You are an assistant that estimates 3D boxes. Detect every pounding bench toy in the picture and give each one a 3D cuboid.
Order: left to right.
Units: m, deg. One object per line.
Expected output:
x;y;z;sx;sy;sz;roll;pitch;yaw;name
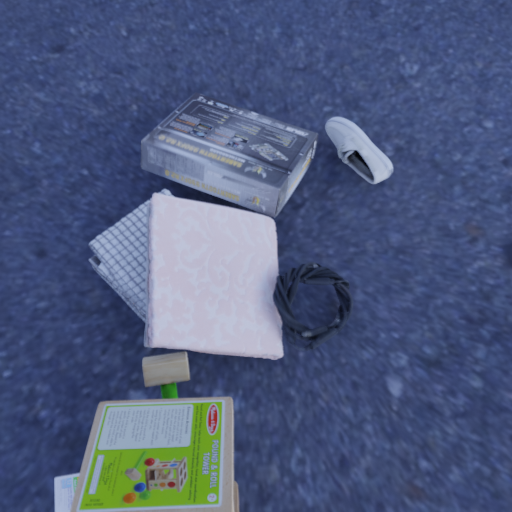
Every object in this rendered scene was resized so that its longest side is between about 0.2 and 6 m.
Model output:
-1.100;2.877;7.343;1.692;2.125;2.724;-3;33;-1;pounding bench toy

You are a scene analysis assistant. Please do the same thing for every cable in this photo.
0.914;0.724;8.886;1.569;0.399;1.280;-25;83;-36;cable

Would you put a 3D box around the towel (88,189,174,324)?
-1.483;0.189;9.148;2.064;0.883;1.709;44;67;11;towel

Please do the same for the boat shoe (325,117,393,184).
1.793;-1.938;10.406;0.530;0.580;1.613;-33;73;-28;boat shoe

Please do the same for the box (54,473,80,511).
-2.334;3.597;7.638;0.661;0.596;1.176;-10;63;-5;box

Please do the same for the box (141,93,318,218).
-0.426;-1.900;10.128;2.615;0.632;2.071;20;45;11;box

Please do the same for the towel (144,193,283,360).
-0.601;0.337;8.453;2.234;0.377;2.339;10;67;-30;towel
